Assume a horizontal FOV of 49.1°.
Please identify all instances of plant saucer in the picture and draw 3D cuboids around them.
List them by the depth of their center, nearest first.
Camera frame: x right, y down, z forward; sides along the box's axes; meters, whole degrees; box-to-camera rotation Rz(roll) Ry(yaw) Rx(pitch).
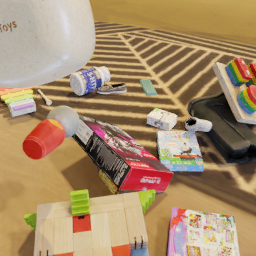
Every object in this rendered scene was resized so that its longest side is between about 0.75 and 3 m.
[{"bbox_3d":[0.778,-1.579,10.744,0.428,0.116,1.224,-5,35,-8],"label":"plant saucer"}]

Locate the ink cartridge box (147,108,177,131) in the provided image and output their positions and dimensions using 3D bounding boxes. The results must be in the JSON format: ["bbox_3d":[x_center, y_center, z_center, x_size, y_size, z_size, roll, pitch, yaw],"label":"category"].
[{"bbox_3d":[1.059,-0.267,8.713,0.769,0.323,0.560,21,41,27],"label":"ink cartridge box"}]

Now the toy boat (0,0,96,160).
[{"bbox_3d":[-1.546,-1.006,4.575,2.496,2.970,1.380,-1,25,18],"label":"toy boat"}]

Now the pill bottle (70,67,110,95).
[{"bbox_3d":[-1.378,-1.808,10.438,1.381,0.826,0.826,-28,44,-33],"label":"pill bottle"}]

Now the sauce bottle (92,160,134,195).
[{"bbox_3d":[-0.421,1.122,6.675,0.479,0.479,1.452,-21,38,-26],"label":"sauce bottle"}]

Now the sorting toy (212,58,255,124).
[{"bbox_3d":[3.705,-1.115,8.306,1.965,0.684,1.953,4,60,-35],"label":"sorting toy"}]

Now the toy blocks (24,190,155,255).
[{"bbox_3d":[-0.596,2.125,4.853,2.498,1.248,1.707,-6,47,-7],"label":"toy blocks"}]

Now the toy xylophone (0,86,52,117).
[{"bbox_3d":[-3.629,-1.103,9.706,1.543,0.530,2.108,-24,42,-30],"label":"toy xylophone"}]

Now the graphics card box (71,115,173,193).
[{"bbox_3d":[-0.229,0.579,6.716,1.509,0.612,2.405,15,17,-45],"label":"graphics card box"}]

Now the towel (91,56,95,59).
[{"bbox_3d":[-2.009,-3.493,13.443,0.385,0.081,0.895,-28,44,-34],"label":"towel"}]

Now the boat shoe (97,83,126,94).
[{"bbox_3d":[-0.601,-1.493,10.429,1.090,0.324,0.392,-3,36,-5],"label":"boat shoe"}]

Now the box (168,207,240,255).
[{"bbox_3d":[1.343,2.329,5.048,1.247,0.356,1.823,7,36,9],"label":"box"}]

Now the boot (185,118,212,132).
[{"bbox_3d":[1.848,-0.141,8.016,0.542,0.417,1.134,18,-6,-20],"label":"boot"}]

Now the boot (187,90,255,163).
[{"bbox_3d":[3.182,-0.153,8.085,2.113,0.841,2.563,-16,35,-7],"label":"boot"}]

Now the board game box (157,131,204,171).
[{"bbox_3d":[1.366,0.589,7.570,1.079,0.261,1.426,0,35,1],"label":"board game box"}]
